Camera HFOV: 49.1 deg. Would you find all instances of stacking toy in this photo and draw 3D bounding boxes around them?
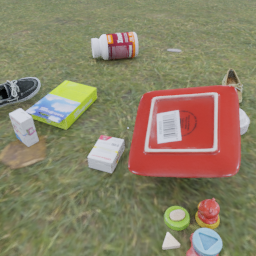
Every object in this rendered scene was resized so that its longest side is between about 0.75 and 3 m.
[{"bbox_3d":[1.556,2.329,6.720,1.399,0.653,1.546,8,38,9],"label":"stacking toy"}]

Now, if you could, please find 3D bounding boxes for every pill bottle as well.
[{"bbox_3d":[-0.697,-4.243,14.577,2.302,1.301,1.301,-8,39,-9],"label":"pill bottle"}]

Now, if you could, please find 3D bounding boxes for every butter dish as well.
[{"bbox_3d":[1.703,0.397,8.050,2.818,2.089,2.826,-2,57,20],"label":"butter dish"}]

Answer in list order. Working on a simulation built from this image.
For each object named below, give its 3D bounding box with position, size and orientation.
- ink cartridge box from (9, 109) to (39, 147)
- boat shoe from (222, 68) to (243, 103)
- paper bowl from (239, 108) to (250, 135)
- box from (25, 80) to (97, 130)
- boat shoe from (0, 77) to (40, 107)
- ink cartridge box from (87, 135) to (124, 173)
[{"bbox_3d":[-3.481,-0.018,9.379,0.765,1.058,0.448,29,47,32],"label":"ink cartridge box"},{"bbox_3d":[4.423,-1.798,11.966,0.780,0.667,2.128,3,38,4],"label":"boat shoe"},{"bbox_3d":[3.745,-0.322,10.124,1.222,0.635,1.222,-1,38,1],"label":"paper bowl"},{"bbox_3d":[-2.489,-0.901,10.848,1.578,0.617,2.589,16,41,18],"label":"box"},{"bbox_3d":[-4.502,-1.430,10.755,2.385,0.815,0.881,-22,86,-24],"label":"boat shoe"},{"bbox_3d":[-0.675,0.802,8.809,0.819,0.470,1.128,12,40,15],"label":"ink cartridge box"}]
